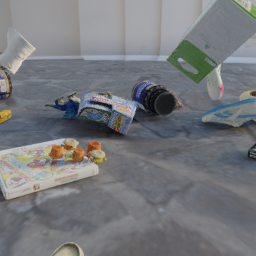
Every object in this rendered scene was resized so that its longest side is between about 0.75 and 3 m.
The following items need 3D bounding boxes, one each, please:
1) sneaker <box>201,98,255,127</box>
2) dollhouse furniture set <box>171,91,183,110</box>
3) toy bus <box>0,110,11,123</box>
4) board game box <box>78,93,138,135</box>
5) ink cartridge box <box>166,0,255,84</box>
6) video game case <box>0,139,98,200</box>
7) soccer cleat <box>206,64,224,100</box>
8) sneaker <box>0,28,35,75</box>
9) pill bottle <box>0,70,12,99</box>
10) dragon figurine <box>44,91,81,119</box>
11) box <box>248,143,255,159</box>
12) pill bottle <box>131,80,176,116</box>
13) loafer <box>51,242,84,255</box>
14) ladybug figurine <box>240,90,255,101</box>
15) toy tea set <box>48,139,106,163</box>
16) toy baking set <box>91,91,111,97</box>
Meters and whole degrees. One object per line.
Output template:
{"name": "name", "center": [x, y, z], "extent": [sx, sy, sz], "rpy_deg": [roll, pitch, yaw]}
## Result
{"name": "sneaker", "center": [3.957, -0.466, 10.896], "extent": [2.223, 0.898, 0.851], "rpy_deg": [-12, 13, 30]}
{"name": "dollhouse furniture set", "center": [2.171, -1.198, 13.552], "extent": [0.626, 0.733, 1.415], "rpy_deg": [-38, 13, 14]}
{"name": "toy bus", "center": [-5.169, -0.454, 11.510], "extent": [0.289, 0.347, 0.887], "rpy_deg": [3, 19, 8]}
{"name": "board game box", "center": [-0.659, -0.643, 10.719], "extent": [2.365, 0.729, 2.364], "rpy_deg": [15, 20, -13]}
{"name": "ink cartridge box", "center": [2.677, -2.873, 8.989], "extent": [1.484, 2.859, 0.848], "rpy_deg": [34, 51, -8]}
{"name": "video game case", "center": [-2.318, 0.931, 7.458], "extent": [2.220, 0.279, 2.440], "rpy_deg": [-12, 22, -30]}
{"name": "soccer cleat", "center": [2.974, -1.837, 9.973], "extent": [0.741, 1.717, 0.600], "rpy_deg": [15, -20, -39]}
{"name": "sneaker", "center": [-3.918, -2.529, 9.312], "extent": [0.831, 1.304, 2.256], "rpy_deg": [40, 0, -36]}
{"name": "pill bottle", "center": [-7.728, -2.165, 14.721], "extent": [1.563, 1.563, 2.794], "rpy_deg": [17, 25, 42]}
{"name": "dragon figurine", "center": [-2.518, -0.800, 11.956], "extent": [2.431, 1.209, 0.716], "rpy_deg": [-15, 16, 16]}
{"name": "box", "center": [4.083, 0.744, 8.101], "extent": [0.981, 0.226, 0.780], "rpy_deg": [15, 23, 37]}
{"name": "pill bottle", "center": [1.147, -1.326, 12.566], "extent": [1.335, 1.335, 2.387], "rpy_deg": [-6, 19, -19]}
{"name": "loafer", "center": [-1.005, 2.032, 3.830], "extent": [0.532, 0.480, 1.405], "rpy_deg": [4, 19, 13]}
{"name": "ladybug figurine", "center": [5.749, -0.961, 12.004], "extent": [1.861, 0.986, 2.742], "rpy_deg": [6, 19, 18]}
{"name": "toy tea set", "center": [-1.352, 0.719, 7.516], "extent": [1.501, 0.556, 0.893], "rpy_deg": [8, 24, -10]}
{"name": "toy baking set", "center": [-1.612, -2.029, 16.512], "extent": [1.176, 0.178, 1.532], "rpy_deg": [-4, 19, -11]}
